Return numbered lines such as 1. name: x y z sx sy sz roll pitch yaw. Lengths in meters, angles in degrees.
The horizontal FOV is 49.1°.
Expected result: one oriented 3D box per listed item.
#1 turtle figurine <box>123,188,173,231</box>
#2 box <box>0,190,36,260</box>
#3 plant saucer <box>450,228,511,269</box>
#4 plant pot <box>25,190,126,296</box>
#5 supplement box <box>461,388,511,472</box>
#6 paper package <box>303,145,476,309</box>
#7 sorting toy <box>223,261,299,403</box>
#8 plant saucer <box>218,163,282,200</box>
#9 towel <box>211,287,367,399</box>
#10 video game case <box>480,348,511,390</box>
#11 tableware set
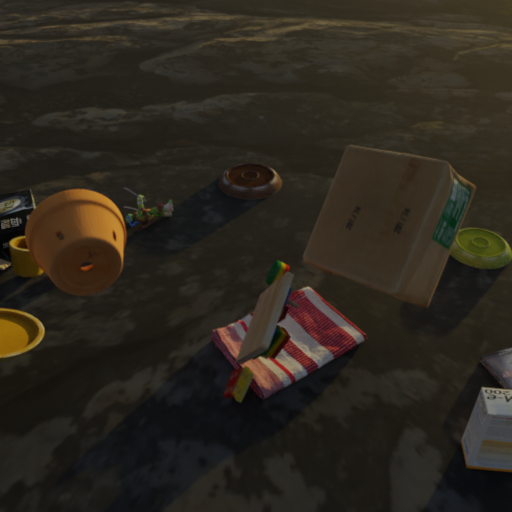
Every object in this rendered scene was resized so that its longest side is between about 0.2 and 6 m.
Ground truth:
1. turtle figurine: -2.439 -1.134 12.533 1.033 0.767 1.065 -8 42 -17
2. box: -5.337 -0.662 11.972 1.289 0.678 1.574 -13 40 -18
3. plant saucer: 4.699 -0.216 11.791 1.344 0.209 1.344 -1 38 0
4. plant pot: -2.726 -0.105 8.705 1.542 1.542 1.080 -14 39 -18
5. supplement box: 3.334 2.376 7.591 0.781 1.240 0.456 4 38 4
6. paper package: 2.108 -0.500 9.064 2.052 2.153 1.114 22 1 44
7. sorting toy: 0.230 1.136 8.747 0.447 1.275 2.644 26 63 -9
8. plant saucer: -0.154 -1.922 13.970 1.587 0.254 1.587 -1 38 1
9. towel: 0.559 1.398 9.671 2.251 0.256 1.622 -23 44 -27
10. video game case: 4.517 2.056 8.907 1.124 0.149 1.573 -12 40 -15
11. tableware set: -4.922 0.689 9.053 3.283 0.748 4.874 11 21 1
